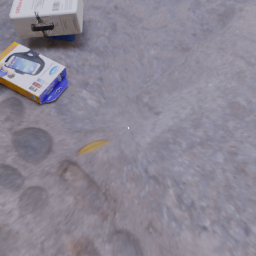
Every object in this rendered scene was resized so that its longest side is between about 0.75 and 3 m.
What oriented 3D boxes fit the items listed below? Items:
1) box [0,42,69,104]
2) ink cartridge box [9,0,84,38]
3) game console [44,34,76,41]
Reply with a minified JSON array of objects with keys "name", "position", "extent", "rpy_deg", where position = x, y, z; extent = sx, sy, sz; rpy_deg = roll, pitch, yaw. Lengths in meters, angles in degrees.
[{"name":"box","position":[-3.078,-1.724,8.850],"extent":[2.341,0.486,1.394],"rpy_deg":[26,62,13]},{"name":"ink cartridge box","position":[-2.649,-3.928,9.419],"extent":[2.141,0.897,1.545],"rpy_deg":[-3,58,2]},{"name":"game console","position":[-2.363,-3.691,10.277],"extent":[1.167,0.691,0.996],"rpy_deg":[11,29,5]}]
